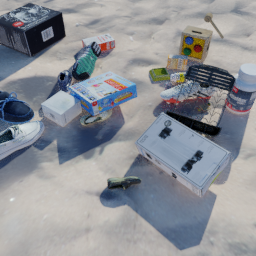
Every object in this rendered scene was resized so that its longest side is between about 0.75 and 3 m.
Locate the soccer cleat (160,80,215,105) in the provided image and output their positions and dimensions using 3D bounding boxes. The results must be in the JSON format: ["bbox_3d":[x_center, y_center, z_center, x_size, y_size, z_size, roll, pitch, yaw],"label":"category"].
[{"bbox_3d":[2.637,-1.697,12.292,2.498,1.064,0.857,-5,45,-5],"label":"soccer cleat"}]

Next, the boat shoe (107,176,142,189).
[{"bbox_3d":[-0.122,1.857,9.281,1.159,0.414,0.381,-2,54,1],"label":"boat shoe"}]

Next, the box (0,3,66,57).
[{"bbox_3d":[-5.538,-5.648,15.872,2.634,1.506,2.892,24,50,23],"label":"box"}]

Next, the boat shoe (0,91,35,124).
[{"bbox_3d":[-5.267,-0.992,11.639,2.900,0.996,1.220,16,47,15],"label":"boat shoe"}]

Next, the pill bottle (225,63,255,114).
[{"bbox_3d":[4.818,-1.636,11.630,1.143,1.911,1.143,0,45,0],"label":"pill bottle"}]

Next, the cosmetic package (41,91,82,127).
[{"bbox_3d":[-2.750,-0.836,11.699,1.147,0.707,1.151,27,50,24],"label":"cosmetic package"}]

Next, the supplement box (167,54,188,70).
[{"bbox_3d":[2.501,-3.351,14.236,0.985,0.621,0.362,6,45,7],"label":"supplement box"}]

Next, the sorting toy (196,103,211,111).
[{"bbox_3d":[3.303,-0.858,12.121,0.761,0.129,0.367,-15,47,-15],"label":"sorting toy"}]

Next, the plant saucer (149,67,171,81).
[{"bbox_3d":[1.590,-2.713,13.889,0.920,0.220,0.919,-8,46,-7],"label":"plant saucer"}]

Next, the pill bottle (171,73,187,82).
[{"bbox_3d":[2.423,-2.407,13.322,0.751,0.422,0.422,-2,45,-1],"label":"pill bottle"}]

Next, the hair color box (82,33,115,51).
[{"bbox_3d":[-1.637,-4.711,15.657,1.630,0.521,0.904,-20,48,-17],"label":"hair color box"}]

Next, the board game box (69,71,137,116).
[{"bbox_3d":[-1.106,-1.567,12.118,2.173,0.620,2.219,-25,36,-23],"label":"board game box"}]

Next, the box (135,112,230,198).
[{"bbox_3d":[1.817,0.858,9.624,2.803,0.843,1.635,33,72,29],"label":"box"}]

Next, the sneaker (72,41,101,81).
[{"bbox_3d":[-2.323,-3.251,14.154,1.204,1.023,2.750,-9,41,33],"label":"sneaker"}]

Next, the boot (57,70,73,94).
[{"bbox_3d":[-2.953,-2.394,13.154,0.654,0.812,1.797,-6,46,-6],"label":"boot"}]

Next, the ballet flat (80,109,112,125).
[{"bbox_3d":[-1.252,-0.457,11.456,1.421,0.494,0.494,-24,50,-14],"label":"ballet flat"}]

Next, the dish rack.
[{"bbox_3d":[2.953,-1.205,11.156,2.213,0.787,2.885,20,84,17],"label":"dish rack"}]

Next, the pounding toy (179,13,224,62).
[{"bbox_3d":[3.781,-4.601,14.307,1.988,2.263,1.035,20,49,19],"label":"pounding toy"}]

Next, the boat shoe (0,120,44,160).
[{"bbox_3d":[-4.196,0.318,10.480,0.887,0.805,2.412,29,52,25],"label":"boat shoe"}]
